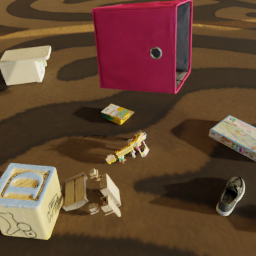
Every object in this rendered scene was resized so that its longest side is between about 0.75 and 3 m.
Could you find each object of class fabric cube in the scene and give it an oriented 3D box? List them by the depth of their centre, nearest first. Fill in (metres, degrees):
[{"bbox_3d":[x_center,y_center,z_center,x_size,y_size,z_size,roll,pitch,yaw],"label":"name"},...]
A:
[{"bbox_3d":[0.651,-2.950,9.848,2.738,2.695,2.747,7,28,20],"label":"fabric cube"}]

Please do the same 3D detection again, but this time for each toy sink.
[{"bbox_3d":[-4.890,-3.085,13.890,2.309,1.294,1.505,-9,38,-3],"label":"toy sink"}]

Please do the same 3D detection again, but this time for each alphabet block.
[{"bbox_3d":[-2.590,1.902,7.325,1.346,1.379,1.354,5,38,6],"label":"alphabet block"}]

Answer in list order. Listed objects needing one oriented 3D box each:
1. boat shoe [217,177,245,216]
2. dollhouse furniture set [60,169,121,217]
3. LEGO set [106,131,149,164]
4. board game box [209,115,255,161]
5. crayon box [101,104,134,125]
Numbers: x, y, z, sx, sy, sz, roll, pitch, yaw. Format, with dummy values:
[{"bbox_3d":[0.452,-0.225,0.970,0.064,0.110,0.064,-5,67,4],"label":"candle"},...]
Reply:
[{"bbox_3d":[3.034,1.881,8.120,0.531,0.438,1.547,23,43,27],"label":"boat shoe"},{"bbox_3d":[-1.193,2.123,7.958,1.787,0.873,1.524,-24,37,9],"label":"dollhouse furniture set"},{"bbox_3d":[0.128,0.813,9.561,1.796,0.668,0.826,-40,18,-34],"label":"LEGO set"},{"bbox_3d":[4.189,0.336,10.209,1.334,0.340,1.984,-29,46,-32],"label":"board game box"},{"bbox_3d":[-0.419,-0.540,11.385,1.147,0.296,0.721,21,43,26],"label":"crayon box"}]
